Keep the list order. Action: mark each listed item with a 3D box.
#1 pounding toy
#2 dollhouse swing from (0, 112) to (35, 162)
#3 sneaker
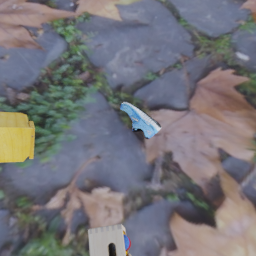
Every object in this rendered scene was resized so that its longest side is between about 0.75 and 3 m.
[{"bbox_3d":[-0.174,2.543,5.328,0.887,1.148,1.247,-9,66,0],"label":"pounding toy"},{"bbox_3d":[-3.129,0.200,7.201,1.236,1.086,1.123,1,98,-27],"label":"dollhouse swing"},{"bbox_3d":[0.213,-0.208,7.424,1.351,0.530,0.608,41,100,31],"label":"sneaker"}]
